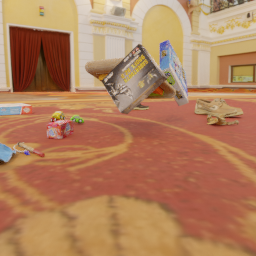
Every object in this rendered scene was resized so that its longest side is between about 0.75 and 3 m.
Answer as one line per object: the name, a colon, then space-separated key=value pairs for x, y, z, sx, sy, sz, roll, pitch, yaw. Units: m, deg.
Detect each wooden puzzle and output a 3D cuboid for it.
wooden puzzle: x=0.102 y=-1.363 z=8.491 sx=2.086 sy=0.420 sz=2.254 roll=3 pitch=-17 yaw=33

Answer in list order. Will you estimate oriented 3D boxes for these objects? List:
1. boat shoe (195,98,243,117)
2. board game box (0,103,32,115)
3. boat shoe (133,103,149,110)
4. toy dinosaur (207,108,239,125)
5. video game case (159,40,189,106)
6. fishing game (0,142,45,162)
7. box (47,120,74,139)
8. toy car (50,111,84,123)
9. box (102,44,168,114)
boat shoe: x=3.950 y=-0.936 z=12.460 sx=0.865 sy=0.783 sz=2.428 roll=-7 pitch=11 yaw=-37
board game box: x=-5.684 y=-0.938 z=13.720 sx=1.462 sy=0.385 sz=1.911 roll=-6 pitch=11 yaw=-33
boat shoe: x=0.565 y=-1.198 z=15.326 sx=1.217 sy=0.394 sz=0.445 roll=-2 pitch=9 yaw=-10
toy dinosaur: x=3.252 y=-0.269 z=9.674 sx=1.024 sy=0.590 sz=2.026 roll=-15 pitch=0 yaw=7
video game case: x=1.614 y=-1.946 z=9.821 sx=0.408 sy=1.627 sz=1.795 roll=-18 pitch=41 yaw=24
fishing game: x=-3.097 y=0.420 z=5.238 sx=2.693 sy=0.419 sz=1.928 roll=-4 pitch=9 yaw=-39
box: x=-1.845 y=0.027 z=7.684 sx=0.417 sy=0.399 sz=0.836 roll=2 pitch=9 yaw=12
toy car: x=-2.121 y=-0.355 z=9.877 sx=1.166 sy=0.276 sz=1.239 roll=6 pitch=-8 yaw=-18
box: x=0.119 y=-1.170 z=6.809 sx=1.365 sy=1.081 sz=0.330 roll=-40 pitch=-25 yaw=22
